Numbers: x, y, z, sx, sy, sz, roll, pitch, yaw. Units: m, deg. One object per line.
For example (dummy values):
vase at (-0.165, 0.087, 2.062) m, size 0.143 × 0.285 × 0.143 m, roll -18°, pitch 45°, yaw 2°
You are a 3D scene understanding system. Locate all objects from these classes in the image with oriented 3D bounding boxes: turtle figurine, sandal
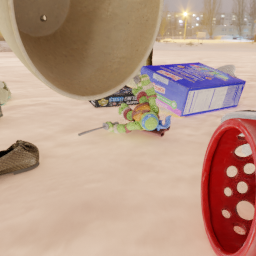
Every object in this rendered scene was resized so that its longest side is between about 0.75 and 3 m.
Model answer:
turtle figurine at (-0.018, -0.620, 6.781) m, size 2.072 × 1.491 × 2.009 m, roll 5°, pitch 12°, yaw -4°
sandal at (4.558, -2.298, 13.250) m, size 1.178 × 0.712 × 2.895 m, roll -10°, pitch 24°, yaw 21°

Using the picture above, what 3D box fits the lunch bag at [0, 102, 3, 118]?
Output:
lunch bag at (-4.511, -0.877, 7.505) m, size 1.835 × 1.505 × 1.079 m, roll 3°, pitch 24°, yaw 7°

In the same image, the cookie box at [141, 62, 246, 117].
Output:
cookie box at (2.062, -1.389, 9.319) m, size 2.658 × 0.999 × 2.274 m, roll -10°, pitch 32°, yaw -31°

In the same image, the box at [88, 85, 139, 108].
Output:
box at (-0.563, -1.177, 10.159) m, size 1.716 × 0.426 × 1.703 m, roll -7°, pitch 19°, yaw -20°

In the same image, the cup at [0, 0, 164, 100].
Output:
cup at (-1.119, -2.250, 4.940) m, size 2.147 × 3.002 × 3.002 m, roll 28°, pitch 32°, yaw 36°

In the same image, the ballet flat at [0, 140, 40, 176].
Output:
ballet flat at (-2.458, 0.654, 4.445) m, size 0.764 × 0.526 × 2.269 m, roll 17°, pitch 25°, yaw 42°

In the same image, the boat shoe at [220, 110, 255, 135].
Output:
boat shoe at (3.295, -0.082, 6.513) m, size 2.127 × 0.744 × 0.705 m, roll 4°, pitch 19°, yaw 35°

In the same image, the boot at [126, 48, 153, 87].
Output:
boot at (-0.039, -3.232, 12.489) m, size 2.233 × 2.887 × 1.041 m, roll 5°, pitch 17°, yaw 18°

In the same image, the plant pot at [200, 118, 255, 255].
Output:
plant pot at (1.626, 0.683, 2.973) m, size 1.347 × 1.479 × 1.479 m, roll 6°, pitch 18°, yaw -6°

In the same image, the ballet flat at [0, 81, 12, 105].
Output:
ballet flat at (-4.696, -1.392, 10.315) m, size 0.772 × 0.772 × 2.224 m, roll -8°, pitch 20°, yaw -22°

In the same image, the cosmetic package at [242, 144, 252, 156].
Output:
cosmetic package at (2.982, 0.237, 5.439) m, size 1.314 × 0.707 × 0.557 m, roll -1°, pitch 19°, yaw -6°
